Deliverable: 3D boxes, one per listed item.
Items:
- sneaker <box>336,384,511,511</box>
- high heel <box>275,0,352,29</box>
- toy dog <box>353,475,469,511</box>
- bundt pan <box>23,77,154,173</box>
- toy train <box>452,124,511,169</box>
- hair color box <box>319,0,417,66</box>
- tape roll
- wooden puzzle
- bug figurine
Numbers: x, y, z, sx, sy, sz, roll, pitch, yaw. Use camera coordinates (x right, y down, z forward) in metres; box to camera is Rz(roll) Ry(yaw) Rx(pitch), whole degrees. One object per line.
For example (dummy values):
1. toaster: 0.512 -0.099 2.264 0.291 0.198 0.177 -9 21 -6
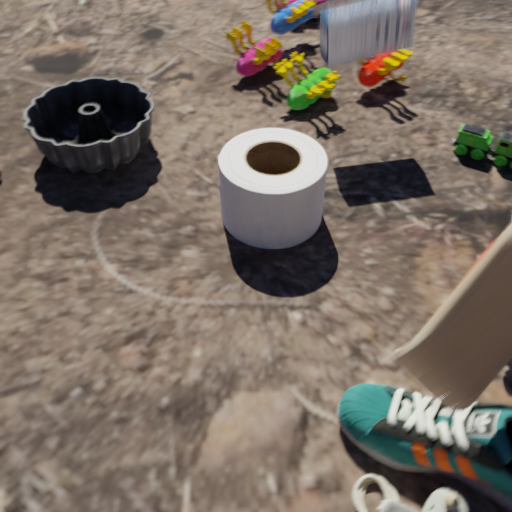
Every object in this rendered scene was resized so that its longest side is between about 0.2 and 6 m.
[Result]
1. sneaker: 2.114 1.820 5.813 2.548 1.018 0.909 17 49 16
2. high heel: 1.407 -6.153 13.727 1.847 0.622 0.886 -26 61 -7
3. toy dog: 1.331 2.744 5.036 1.190 0.869 1.804 17 49 15
4. bundt pan: -2.849 -2.232 9.829 2.200 0.826 2.200 0 47 0
5. toy train: 4.365 -1.801 9.605 1.943 0.548 0.405 21 50 20
6. hair color box: 1.819 -3.730 9.217 1.520 0.760 0.460 -15 47 -7
7. tape roll: 0.246 -1.041 8.490 1.612 1.107 1.612 0 46 -1
8. wooden puzzle: 1.957 0.540 4.788 1.555 1.438 0.289 -46 42 2
9. bug figurine: 1.152 -4.217 11.639 2.926 0.971 3.773 -36 60 -22
